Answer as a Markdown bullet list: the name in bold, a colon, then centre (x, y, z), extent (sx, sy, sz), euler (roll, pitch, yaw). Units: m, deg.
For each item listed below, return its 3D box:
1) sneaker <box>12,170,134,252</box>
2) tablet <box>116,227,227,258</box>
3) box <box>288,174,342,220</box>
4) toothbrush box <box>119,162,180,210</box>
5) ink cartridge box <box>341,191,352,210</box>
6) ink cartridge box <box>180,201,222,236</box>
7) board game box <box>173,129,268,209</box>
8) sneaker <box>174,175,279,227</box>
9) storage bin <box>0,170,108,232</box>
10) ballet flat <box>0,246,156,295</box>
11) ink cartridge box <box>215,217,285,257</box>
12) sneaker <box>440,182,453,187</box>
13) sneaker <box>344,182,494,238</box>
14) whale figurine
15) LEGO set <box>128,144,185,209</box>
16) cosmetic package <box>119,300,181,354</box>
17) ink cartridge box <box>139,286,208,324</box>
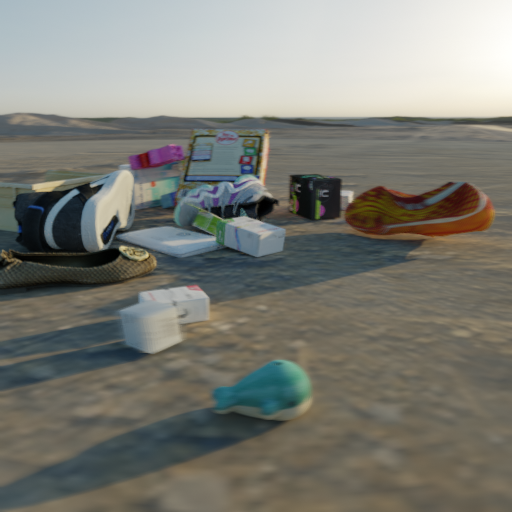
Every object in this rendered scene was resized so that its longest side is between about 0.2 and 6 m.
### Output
- **sneaker**: centre (-3.614, -0.986, 11.044), extent (1.946, 1.271, 3.478), euler (1, 16, 0)
- **tablet**: centre (-1.566, -0.312, 10.743), extent (2.095, 0.143, 1.363), euler (15, 20, 43)
- **box**: centre (1.390, -1.433, 13.391), extent (0.794, 0.949, 1.277), euler (-6, 16, -22)
- **toothbrush box**: centre (-2.779, -1.881, 14.779), extent (0.651, 1.117, 1.526), euler (13, 19, 43)
- **ink cartridge box**: centre (2.170, -1.493, 14.741), extent (0.669, 0.385, 1.143), euler (3, 15, 13)
- **ink cartridge box**: centre (-1.069, -0.713, 10.994), extent (0.947, 0.359, 0.700), euler (25, 0, -27)
- **board game box**: centre (-0.786, -2.066, 13.695), extent (1.977, 0.604, 2.609), euler (2, 52, 7)
- **sneaker**: centre (-0.504, -0.926, 11.498), extent (2.115, 0.822, 1.480), euler (-26, 43, -21)
- **storage bin**: centre (-4.884, -1.295, 12.675), extent (2.237, 1.056, 2.253), euler (8, 17, 27)
- **ballet flat**: centre (-2.716, 0.108, 8.238), extent (2.510, 0.582, 0.846), euler (-6, 16, -21)
- **ink cartridge box**: centre (-0.105, -0.358, 10.087), extent (1.032, 0.433, 0.747), euler (20, 22, 37)
- **sneaker**: centre (4.815, -1.559, 14.367), extent (1.643, 0.709, 0.660), euler (0, 13, 2)
- **sneaker**: centre (3.090, -0.730, 11.030), extent (3.007, 1.097, 1.160), euler (5, -21, 43)
- **whale figurine**: centre (0.039, 1.112, 4.707), extent (0.829, 0.430, 0.660), euler (-2, 15, -9)
- **LEGO set**: centre (-1.040, -2.153, 14.776), extent (1.690, 1.571, 4.119), euler (-7, 6, 43)
- **cosmetic package**: centre (-1.140, 0.753, 6.033), extent (0.497, 0.410, 0.410), euler (7, 19, 43)
- **ink cartridge box**: centre (-1.012, 0.614, 6.846), extent (0.747, 0.317, 0.544), euler (-4, 15, -21)
